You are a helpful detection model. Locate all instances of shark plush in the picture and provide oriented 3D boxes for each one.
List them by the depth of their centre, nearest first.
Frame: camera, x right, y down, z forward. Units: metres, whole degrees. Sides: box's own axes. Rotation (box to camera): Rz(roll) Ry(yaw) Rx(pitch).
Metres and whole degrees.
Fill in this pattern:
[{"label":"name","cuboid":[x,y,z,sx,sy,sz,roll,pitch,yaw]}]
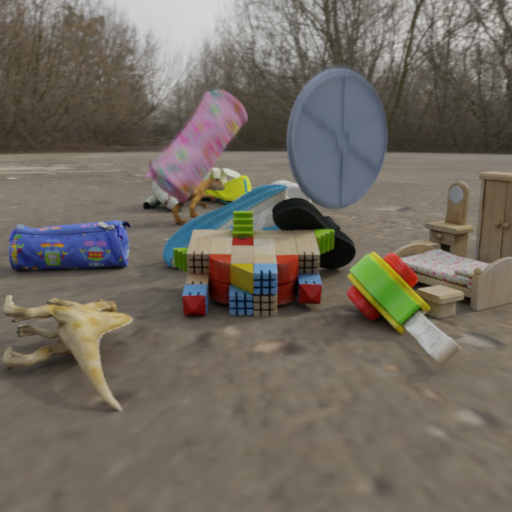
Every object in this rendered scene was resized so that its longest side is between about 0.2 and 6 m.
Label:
[{"label":"shark plush","cuboid":[-2.044,-1.692,14.743,1.080,1.178,2.593,22,13,5]}]

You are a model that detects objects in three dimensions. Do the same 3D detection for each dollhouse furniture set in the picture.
[{"label":"dollhouse furniture set","cuboid":[2.529,-0.363,7.517,2.851,1.392,2.431,-8,15,-31]}]

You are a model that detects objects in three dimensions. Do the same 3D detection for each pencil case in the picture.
[{"label":"pencil case","cuboid":[-2.682,-0.157,8.113,1.701,0.739,0.664,-2,45,-7]},{"label":"pencil case","cuboid":[-1.049,-1.966,9.986,0.907,2.075,0.907,35,-10,7]}]

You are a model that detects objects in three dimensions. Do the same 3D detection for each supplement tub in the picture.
[{"label":"supplement tub","cuboid":[0.645,-1.224,12.461,0.866,0.866,1.197,-3,12,-13]}]

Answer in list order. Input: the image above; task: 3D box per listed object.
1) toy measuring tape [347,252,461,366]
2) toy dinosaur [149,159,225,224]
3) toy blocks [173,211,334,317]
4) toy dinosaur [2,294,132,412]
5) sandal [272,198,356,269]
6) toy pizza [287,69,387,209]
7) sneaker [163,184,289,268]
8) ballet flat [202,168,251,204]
[{"label":"toy measuring tape","cuboid":[1.347,0.408,5.574,0.760,0.760,2.065,-1,13,-3]},{"label":"toy dinosaur","cuboid":[-1.562,-1.300,11.793,0.677,1.191,2.242,-9,-1,35]},{"label":"toy blocks","cuboid":[-0.031,0.190,6.528,2.033,1.016,1.390,0,24,-1]},{"label":"toy dinosaur","cuboid":[-1.624,0.643,4.908,1.063,0.612,2.102,-2,13,-13]},{"label":"sandal","cuboid":[0.832,-0.345,7.493,0.683,0.435,1.817,-16,-33,24]},{"label":"toy pizza","cuboid":[1.221,-1.766,8.564,2.082,2.082,0.330,-9,15,-36]},{"label":"sneaker","cuboid":[-0.345,-0.291,8.577,2.253,0.910,0.862,-27,25,-22]},{"label":"ballet flat","cuboid":[-1.007,-1.952,15.456,0.930,0.933,2.782,-10,16,-34]}]
